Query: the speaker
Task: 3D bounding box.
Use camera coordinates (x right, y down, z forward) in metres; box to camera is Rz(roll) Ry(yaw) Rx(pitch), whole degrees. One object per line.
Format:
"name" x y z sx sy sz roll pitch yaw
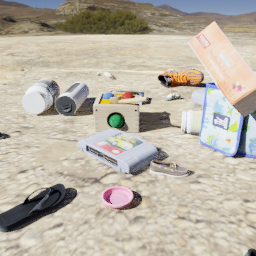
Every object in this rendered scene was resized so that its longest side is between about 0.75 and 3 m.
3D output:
"speaker" -2.555 -1.408 13.150 0.988 0.988 2.434 3 24 6

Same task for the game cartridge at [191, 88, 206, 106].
"game cartridge" 4.824 -1.611 14.184 2.974 0.602 1.983 -12 22 -25

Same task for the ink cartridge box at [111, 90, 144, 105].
"ink cartridge box" -0.319 -1.557 14.198 2.185 0.428 1.086 2 24 8

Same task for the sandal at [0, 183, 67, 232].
"sandal" -2.172 1.772 6.559 0.693 0.390 1.822 17 29 34

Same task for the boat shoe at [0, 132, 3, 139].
"boat shoe" -4.948 0.173 10.383 0.901 0.272 0.341 16 28 32

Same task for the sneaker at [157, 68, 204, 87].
"sneaker" 2.992 -2.866 16.652 2.804 1.088 1.571 7 27 42

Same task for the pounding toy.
"pounding toy" -0.256 -0.775 10.939 2.026 1.564 2.200 0 24 2

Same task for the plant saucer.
"plant saucer" -0.256 1.734 6.895 0.783 0.199 0.783 -1 24 0

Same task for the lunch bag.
"lunch bag" 3.716 -0.302 9.051 2.603 2.214 1.659 9 24 18

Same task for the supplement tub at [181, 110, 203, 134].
"supplement tub" 2.654 -0.209 10.458 1.249 0.906 0.906 4 24 9

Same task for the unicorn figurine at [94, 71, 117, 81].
"unicorn figurine" -0.822 -2.054 10.894 0.835 0.308 0.573 7 -5 43

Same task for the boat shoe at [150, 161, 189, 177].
"boat shoe" 1.201 1.150 8.056 1.132 0.337 0.407 5 24 11

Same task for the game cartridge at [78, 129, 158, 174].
"game cartridge" -0.291 0.653 9.111 2.382 0.487 1.585 21 27 39

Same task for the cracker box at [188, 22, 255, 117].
"cracker box" 2.386 -1.197 6.492 0.707 1.641 2.449 -35 -19 20

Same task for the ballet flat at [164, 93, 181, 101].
"ballet flat" 2.289 -1.621 14.432 0.987 0.355 0.355 -11 26 -22

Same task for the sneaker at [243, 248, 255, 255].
"sneaker" 2.378 2.532 4.654 0.474 0.518 1.235 -11 26 -24

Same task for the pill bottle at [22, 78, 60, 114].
"pill bottle" -4.001 -1.490 12.998 1.253 1.253 2.154 1 25 2
